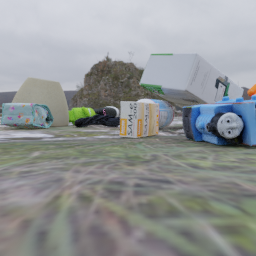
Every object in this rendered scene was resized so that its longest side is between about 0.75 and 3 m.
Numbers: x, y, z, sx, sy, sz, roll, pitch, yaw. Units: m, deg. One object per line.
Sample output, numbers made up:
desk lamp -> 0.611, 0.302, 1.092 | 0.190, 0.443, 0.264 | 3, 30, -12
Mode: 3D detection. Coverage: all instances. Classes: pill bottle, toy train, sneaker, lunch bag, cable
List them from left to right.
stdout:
lunch bag -> -3.190, -0.383, 9.061 | 1.155, 0.827, 1.356 | 1, -3, 12
sneaker -> -1.660, -0.598, 14.059 | 2.377, 0.840, 1.179 | -5, 2, 31
cable -> -1.164, -0.268, 10.245 | 1.833, 0.466, 1.495 | -3, 4, -38
pill bottle -> 0.677, -0.416, 8.528 | 0.919, 0.919, 1.690 | 2, 3, 34
toy train -> 1.556, -0.098, 4.530 | 1.003, 0.761, 1.756 | -9, 6, -6

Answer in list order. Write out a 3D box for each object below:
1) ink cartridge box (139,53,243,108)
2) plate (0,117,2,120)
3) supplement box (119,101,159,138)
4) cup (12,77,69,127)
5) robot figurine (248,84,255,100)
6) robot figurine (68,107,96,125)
ink cartridge box -> 2.169, -1.353, 9.397 | 2.851, 1.202, 2.082 | 21, -2, -40
plate -> -4.470, -0.297, 12.123 | 1.760, 0.285, 1.763 | 2, 1, -38
supplement box -> 0.271, -0.184, 5.914 | 0.419, 0.718, 1.139 | 3, 5, 28
cup -> -3.354, -1.074, 10.879 | 2.303, 1.647, 2.303 | 9, 7, -1
robot figurine -> 6.156, -1.022, 11.833 | 2.010, 1.630, 2.795 | 10, 14, 35
robot figurine -> -1.958, -0.490, 11.946 | 1.267, 0.733, 1.112 | -2, -13, -25
